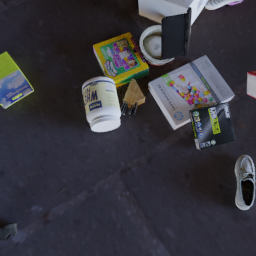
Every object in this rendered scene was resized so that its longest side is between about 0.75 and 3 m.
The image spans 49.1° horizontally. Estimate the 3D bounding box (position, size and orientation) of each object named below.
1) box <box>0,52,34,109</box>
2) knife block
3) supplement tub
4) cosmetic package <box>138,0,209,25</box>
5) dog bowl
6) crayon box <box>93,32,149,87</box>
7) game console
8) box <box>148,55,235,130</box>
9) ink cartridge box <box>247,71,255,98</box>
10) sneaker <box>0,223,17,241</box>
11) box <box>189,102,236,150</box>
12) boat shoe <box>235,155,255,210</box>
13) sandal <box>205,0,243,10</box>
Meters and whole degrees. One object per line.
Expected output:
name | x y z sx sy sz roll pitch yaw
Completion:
box | -4.876 -1.866 11.296 1.382 0.540 2.267 -36 74 -12
knife block | 0.014 -1.135 11.087 1.190 0.434 1.355 -24 73 -10
supplement tub | -0.981 -0.872 10.536 1.292 1.292 1.782 -11 71 -4
cosmetic package | 2.048 -5.815 12.130 2.392 1.471 2.385 28 72 18
dog bowl | 1.248 -3.366 11.670 1.683 0.621 1.683 1 80 -8
crayon box | -0.304 -2.819 11.629 1.686 0.570 1.954 -23 72 -6
game console | 1.493 -2.901 8.591 0.760 1.306 1.149 8 40 15
box | 2.476 -1.457 11.144 2.702 0.556 2.107 -27 73 -8
ink cartridge box | 4.147 -1.173 7.290 1.650 1.218 0.706 -9 107 1
sneaker | -4.272 3.574 9.423 1.118 0.425 0.507 -16 80 -2
box | 3.148 -0.080 10.448 1.482 0.365 1.534 -12 93 -6
boat shoe | 4.204 1.864 9.862 0.690 0.704 1.978 9 70 3
sandal | 4.658 -5.885 12.779 2.348 0.577 0.955 -12 58 10
